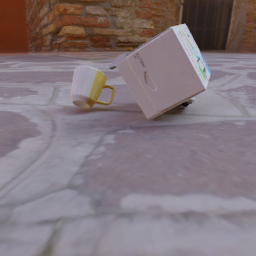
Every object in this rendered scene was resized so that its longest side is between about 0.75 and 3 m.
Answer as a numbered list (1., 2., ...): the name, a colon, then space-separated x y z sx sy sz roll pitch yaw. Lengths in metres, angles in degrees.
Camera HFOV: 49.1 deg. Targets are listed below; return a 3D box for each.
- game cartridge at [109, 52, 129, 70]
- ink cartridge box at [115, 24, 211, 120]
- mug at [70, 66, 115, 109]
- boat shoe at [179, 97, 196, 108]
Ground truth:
1. game cartridge: -0.285 -2.282 9.560 0.593 0.176 0.915 -51 22 -12
2. ink cartridge box: 1.223 -1.833 8.686 1.917 1.926 2.626 -27 11 27
3. mug: -1.238 -1.246 9.105 1.371 1.125 1.098 7 -19 21
4. boat shoe: 1.890 -0.875 9.453 0.462 0.437 1.289 5 10 -14
